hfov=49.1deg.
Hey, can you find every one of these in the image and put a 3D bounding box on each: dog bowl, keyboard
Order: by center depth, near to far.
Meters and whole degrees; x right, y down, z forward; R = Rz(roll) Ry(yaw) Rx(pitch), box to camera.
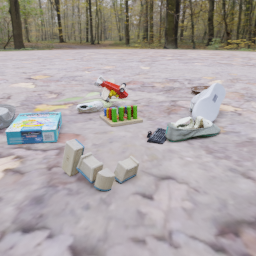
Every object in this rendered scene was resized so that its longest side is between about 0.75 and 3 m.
[{"bbox_3d":[0.890,0.211,8.639,0.669,0.143,1.114,7,20,20],"label":"keyboard"},{"bbox_3d":[-4.804,-0.369,9.690,1.802,0.528,1.802,1,20,0],"label":"dog bowl"}]

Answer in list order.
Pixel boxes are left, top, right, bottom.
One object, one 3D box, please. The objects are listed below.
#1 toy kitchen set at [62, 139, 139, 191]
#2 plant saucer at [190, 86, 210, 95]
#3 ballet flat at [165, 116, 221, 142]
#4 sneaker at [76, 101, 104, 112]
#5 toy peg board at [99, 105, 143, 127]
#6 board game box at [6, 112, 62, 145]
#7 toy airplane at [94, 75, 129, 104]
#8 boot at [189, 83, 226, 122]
[{"bbox_3d":[-0.622,0.836,6.300,1.349,0.795,1.081,38,37,29],"label":"toy kitchen set"},{"bbox_3d":[4.067,-1.894,14.416,1.684,0.270,1.684,0,19,0],"label":"plant saucer"},{"bbox_3d":[2.064,-0.041,8.580,2.029,0.646,0.684,-9,21,-25],"label":"ballet flat"},{"bbox_3d":[-1.473,-0.839,11.051,1.093,0.411,0.484,-12,-2,-14],"label":"sneaker"},{"bbox_3d":[-0.265,-0.573,10.161,1.233,0.603,1.228,-9,21,-24],"label":"toy peg board"},{"bbox_3d":[-2.901,-0.048,8.914,1.405,0.437,1.861,-3,20,-8],"label":"board game box"},{"bbox_3d":[-0.817,-1.601,11.760,1.349,0.952,1.343,-13,52,-37],"label":"toy airplane"},{"bbox_3d":[2.780,-0.743,10.553,2.433,0.895,1.163,-44,6,-40],"label":"boot"}]
